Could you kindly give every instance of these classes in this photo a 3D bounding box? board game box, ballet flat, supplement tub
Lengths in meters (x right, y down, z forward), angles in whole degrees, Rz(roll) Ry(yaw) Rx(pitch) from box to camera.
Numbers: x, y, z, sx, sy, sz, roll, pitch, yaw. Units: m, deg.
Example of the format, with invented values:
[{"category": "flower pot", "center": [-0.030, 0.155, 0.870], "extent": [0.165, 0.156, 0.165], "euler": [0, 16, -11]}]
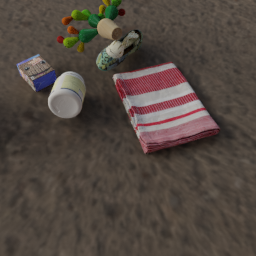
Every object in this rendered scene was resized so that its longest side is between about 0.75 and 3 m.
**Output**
[{"category": "board game box", "center": [-2.769, -1.690, 8.566], "extent": [0.775, 0.471, 0.973], "euler": [-35, 60, -24]}, {"category": "ballet flat", "center": [-0.225, -2.587, 8.932], "extent": [0.777, 0.777, 2.093], "euler": [28, 52, 20]}, {"category": "supplement tub", "center": [-1.629, -0.932, 7.645], "extent": [0.874, 0.874, 1.206], "euler": [0, 38, 0]}]

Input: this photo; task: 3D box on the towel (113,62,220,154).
[{"category": "towel", "center": [0.961, -0.764, 7.956], "extent": [2.130, 0.336, 2.957], "euler": [-15, 54, -12]}]

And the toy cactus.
[{"category": "toy cactus", "center": [-0.934, -3.220, 8.983], "extent": [2.487, 1.272, 2.052], "euler": [-36, 50, -15]}]
